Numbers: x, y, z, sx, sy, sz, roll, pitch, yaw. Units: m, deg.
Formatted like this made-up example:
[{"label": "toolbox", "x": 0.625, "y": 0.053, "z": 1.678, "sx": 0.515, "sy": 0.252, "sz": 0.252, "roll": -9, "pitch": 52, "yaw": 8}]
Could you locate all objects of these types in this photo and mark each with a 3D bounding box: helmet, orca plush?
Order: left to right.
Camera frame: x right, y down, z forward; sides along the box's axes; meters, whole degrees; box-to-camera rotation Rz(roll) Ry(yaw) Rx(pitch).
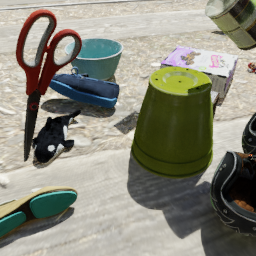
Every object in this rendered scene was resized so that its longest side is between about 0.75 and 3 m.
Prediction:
[{"label": "orca plush", "x": -2.156, "y": -0.016, "z": 8.571, "sx": 1.259, "sy": 0.851, "sz": 2.394, "roll": 16, "pitch": 40, "yaw": 20}, {"label": "helmet", "x": 2.583, "y": 1.403, "z": 6.009, "sx": 1.734, "sy": 1.653, "sz": 1.734, "roll": 12, "pitch": 0, "yaw": 0}, {"label": "helmet", "x": 3.877, "y": 0.327, "z": 7.329, "sx": 1.845, "sy": 1.845, "sz": 1.759, "roll": 24, "pitch": 82, "yaw": 29}]

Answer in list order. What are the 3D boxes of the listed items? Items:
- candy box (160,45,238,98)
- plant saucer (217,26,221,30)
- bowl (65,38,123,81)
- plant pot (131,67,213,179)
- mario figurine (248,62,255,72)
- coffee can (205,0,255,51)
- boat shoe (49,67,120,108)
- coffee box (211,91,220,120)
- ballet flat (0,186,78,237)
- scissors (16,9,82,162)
[{"label": "candy box", "x": 2.980, "y": -2.453, "z": 11.734, "sx": 2.696, "sy": 0.964, "sz": 2.262, "roll": 17, "pitch": 40, "yaw": 21}, {"label": "plant saucer", "x": 6.220, "y": -6.760, "z": 16.839, "sx": 1.954, "sy": 1.954, "sz": 0.268, "roll": 14, "pitch": 19, "yaw": 17}, {"label": "bowl", "x": -1.403, "y": -2.858, "z": 12.022, "sx": 2.448, "sy": 1.281, "sz": 2.448, "roll": 0, "pitch": 37, "yaw": 0}, {"label": "plant pot", "x": 1.306, "y": -0.324, "z": 7.736, "sx": 2.446, "sy": 2.355, "sz": 2.446, "roll": 0, "pitch": 36, "yaw": 0}, {"label": "mario figurine", "x": 5.753, "y": -2.716, "z": 12.521, "sx": 0.553, "sy": 0.475, "sz": 0.896, "roll": -24, "pitch": 45, "yaw": -29}, {"label": "coffee can", "x": 2.543, "y": -2.536, "z": 6.374, "sx": 1.313, "sy": 0.961, "sz": 0.961, "roll": 29, "pitch": 25, "yaw": -30}, {"label": "boat shoe", "x": -1.636, "y": -1.528, "z": 10.406, "sx": 2.799, "sy": 1.178, "sz": 0.961, "roll": 19, "pitch": 70, "yaw": 4}, {"label": "coffee box", "x": 1.879, "y": -0.767, "z": 9.347, "sx": 2.005, "sy": 1.147, "sz": 0.799, "roll": 19, "pitch": 39, "yaw": 22}, {"label": "ballet flat", "x": -2.288, "y": 1.737, "z": 6.311, "sx": 2.271, "sy": 0.779, "sz": 0.716, "roll": -19, "pitch": 36, "yaw": -24}, {"label": "scissors", "x": -1.649, "y": -0.550, "z": 4.680, "sx": 1.011, "sy": 2.764, "sz": 0.193, "roll": 9, "pitch": 28, "yaw": -47}]
